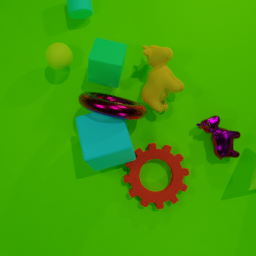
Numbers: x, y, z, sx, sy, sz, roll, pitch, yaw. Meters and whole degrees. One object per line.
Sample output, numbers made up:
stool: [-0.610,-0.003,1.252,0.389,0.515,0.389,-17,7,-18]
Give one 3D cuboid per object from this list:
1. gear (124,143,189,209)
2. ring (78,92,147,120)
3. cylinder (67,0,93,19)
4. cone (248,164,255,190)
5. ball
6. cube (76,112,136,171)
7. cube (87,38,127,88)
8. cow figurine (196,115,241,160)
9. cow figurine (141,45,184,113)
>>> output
gear: [0.847,1.436,8.509,1.929,0.357,1.929,0,84,0]
ring: [-0.435,-0.647,7.950,1.965,1.965,0.393,14,102,1]
cylinder: [-1.534,-3.935,8.819,0.745,0.745,0.745,-9,89,-1]
cone: [3.809,1.229,7.637,1.504,1.498,1.498,-36,85,-13]
ball: [-2.054,-2.135,8.358,0.788,0.788,0.788,0,84,0]
cube: [-0.602,0.326,7.982,1.290,1.290,1.290,-16,68,0]
cube: [-0.621,-1.925,8.311,0.952,0.952,0.952,12,55,-1]
cow figurine: [2.682,0.295,8.391,1.296,0.723,1.317,5,84,-12]
cow figurine: [0.852,-1.546,8.428,1.710,0.954,1.738,43,114,12]
